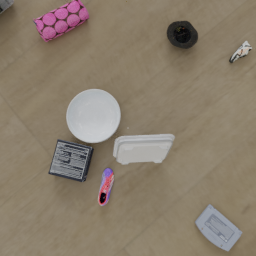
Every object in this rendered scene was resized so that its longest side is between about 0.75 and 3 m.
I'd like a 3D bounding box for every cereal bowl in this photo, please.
[{"bbox_3d":[-1.292,-0.420,10.895,2.064,0.859,2.064,0,83,1],"label":"cereal bowl"}]

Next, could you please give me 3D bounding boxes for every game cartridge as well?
[{"bbox_3d":[3.407,3.844,10.695,1.606,0.325,1.071,42,82,5],"label":"game cartridge"}]

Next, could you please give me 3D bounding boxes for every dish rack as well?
[{"bbox_3d":[0.549,0.835,9.961,2.072,1.778,0.451,-1,61,-8],"label":"dish rack"}]

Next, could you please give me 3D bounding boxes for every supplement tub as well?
[{"bbox_3d":[-6.160,-4.879,10.949,2.903,1.779,1.779,-40,85,-3],"label":"supplement tub"}]

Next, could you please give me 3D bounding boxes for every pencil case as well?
[{"bbox_3d":[-2.691,-4.421,11.343,2.144,0.973,1.004,-28,79,-5],"label":"pencil case"}]

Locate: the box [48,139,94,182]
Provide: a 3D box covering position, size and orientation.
[{"bbox_3d":[-2.134,1.245,10.710,1.358,0.837,1.347,14,84,2],"label":"box"}]

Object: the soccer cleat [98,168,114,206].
[{"bbox_3d":[-0.847,2.259,10.751,0.491,0.527,1.439,12,84,1],"label":"soccer cleat"}]

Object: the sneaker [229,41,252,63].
[{"bbox_3d":[4.609,-3.039,11.428,0.455,0.419,1.137,44,86,3],"label":"sneaker"}]

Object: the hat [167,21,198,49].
[{"bbox_3d":[2.181,-3.700,11.453,1.321,0.533,1.321,0,74,1],"label":"hat"}]
